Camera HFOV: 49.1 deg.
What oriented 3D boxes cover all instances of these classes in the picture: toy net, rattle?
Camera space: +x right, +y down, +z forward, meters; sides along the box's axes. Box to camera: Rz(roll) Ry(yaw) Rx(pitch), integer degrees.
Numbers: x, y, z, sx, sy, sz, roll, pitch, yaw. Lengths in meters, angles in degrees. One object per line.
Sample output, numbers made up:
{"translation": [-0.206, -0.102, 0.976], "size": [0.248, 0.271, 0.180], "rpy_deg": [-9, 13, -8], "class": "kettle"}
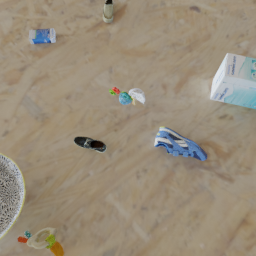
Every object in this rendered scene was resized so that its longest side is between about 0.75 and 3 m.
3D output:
{"translation": [0.030, -0.776, 6.295], "size": [0.615, 1.172, 0.226], "rpy_deg": [45, 69, -22], "class": "toy net"}
{"translation": [-2.334, 3.130, 7.546], "size": [1.056, 0.754, 0.688], "rpy_deg": [-18, 37, 10], "class": "rattle"}

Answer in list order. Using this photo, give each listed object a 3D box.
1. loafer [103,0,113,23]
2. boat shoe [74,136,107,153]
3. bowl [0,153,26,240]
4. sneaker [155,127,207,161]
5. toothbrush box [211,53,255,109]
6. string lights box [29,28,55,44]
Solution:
{"translation": [-0.728, -4.326, 10.214], "size": [0.399, 0.360, 1.055], "rpy_deg": [0, 70, 0], "class": "loafer"}
{"translation": [-1.154, 0.445, 8.449], "size": [1.042, 0.352, 0.374], "rpy_deg": [16, 72, 7], "class": "boat shoe"}
{"translation": [-3.823, 2.011, 7.306], "size": [2.632, 1.235, 2.632], "rpy_deg": [0, 61, 0], "class": "bowl"}
{"translation": [1.530, 0.602, 8.279], "size": [1.635, 0.605, 0.673], "rpy_deg": [28, 75, 17], "class": "sneaker"}
{"translation": [3.715, -1.331, 8.512], "size": [1.998, 1.462, 0.852], "rpy_deg": [12, 69, 5], "class": "toothbrush box"}
{"translation": [-3.012, -3.233, 9.863], "size": [0.859, 0.253, 0.441], "rpy_deg": [-4, 70, -2], "class": "string lights box"}
